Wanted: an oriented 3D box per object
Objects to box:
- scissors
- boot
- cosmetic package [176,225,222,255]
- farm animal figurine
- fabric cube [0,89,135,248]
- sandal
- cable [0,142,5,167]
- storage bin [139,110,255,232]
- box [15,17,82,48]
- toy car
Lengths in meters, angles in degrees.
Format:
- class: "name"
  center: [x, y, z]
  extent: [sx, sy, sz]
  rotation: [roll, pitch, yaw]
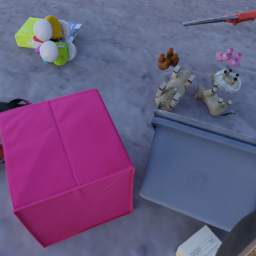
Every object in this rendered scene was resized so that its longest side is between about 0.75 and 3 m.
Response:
- class: "scissors"
  center: [2.040, -2.120, 5.294]
  extent: [0.917, 0.175, 2.508]
  rotation: [0, 14, 45]
- class: "boot"
  center: [2.054, 1.537, 3.948]
  extent: [0.785, 2.081, 0.766]
  rotation: [39, 18, 2]
- class: "cosmetic package"
  center: [1.855, 2.984, 5.788]
  extent: [0.868, 0.586, 1.649]
  rotation: [-28, 57, -21]
- class: "farm animal figurine"
  center: [2.213, -1.397, 8.969]
  extent: [2.676, 1.346, 2.161]
  rotation: [4, 70, -1]
- class: "fabric cube"
  center: [-1.308, 0.889, 6.383]
  extent: [2.328, 2.284, 2.321]
  rotation: [-18, 53, -14]
- class: "sandal"
  center: [-3.451, -0.535, 8.621]
  extent: [2.468, 0.556, 0.927]
  rotation: [3, 51, 3]
- class: "cable"
  center: [-4.044, 1.214, 7.420]
  extent: [1.353, 0.701, 2.787]
  rotation: [22, 66, -3]
- class: "storage bin"
  center: [1.701, 1.079, 6.628]
  extent: [2.940, 2.140, 1.975]
  rotation: [19, 82, 14]
- class: "box"
  center: [-3.101, -3.736, 11.182]
  extent: [2.292, 0.546, 1.397]
  rotation: [9, 52, 7]
- class: "toy car"
  center: [-2.799, -3.054, 10.067]
  extent: [1.281, 1.708, 1.495]
  rotation: [-8, 12, 29]
